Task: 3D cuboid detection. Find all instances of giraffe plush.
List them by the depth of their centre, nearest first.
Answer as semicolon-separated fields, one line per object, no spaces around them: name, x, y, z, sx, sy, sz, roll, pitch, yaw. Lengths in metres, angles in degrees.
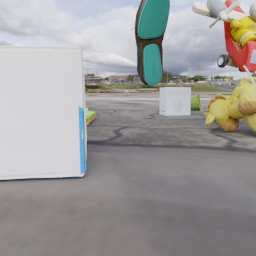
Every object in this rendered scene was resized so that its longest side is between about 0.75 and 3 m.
giraffe plush;2.697;-0.450;7.062;1.418;1.748;1.509;-31;-14;38

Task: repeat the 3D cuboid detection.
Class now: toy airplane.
toy airplane;3.167;-2.919;7.597;2.404;2.393;1.696;-41;-2;-27

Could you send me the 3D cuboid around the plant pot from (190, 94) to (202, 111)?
plant pot;3.355;-1.280;14.814;0.881;0.927;0.927;-11;3;21

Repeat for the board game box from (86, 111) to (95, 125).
board game box;-1.790;-0.411;9.510;1.135;0.356;2.376;7;5;-2

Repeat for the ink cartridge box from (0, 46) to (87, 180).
ink cartridge box;-1.451;-0.306;4.439;1.548;1.589;2.472;-2;7;-8

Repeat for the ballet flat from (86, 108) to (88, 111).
ballet flat;-2.820;-0.990;12.171;2.697;0.968;0.968;6;10;36

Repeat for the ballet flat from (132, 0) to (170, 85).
ballet flat;0.519;-2.505;7.736;0.932;2.741;0.937;-11;38;-18

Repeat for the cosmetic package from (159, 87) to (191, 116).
cosmetic package;2.031;-1.155;12.130;1.187;1.191;0.732;-2;8;-15
